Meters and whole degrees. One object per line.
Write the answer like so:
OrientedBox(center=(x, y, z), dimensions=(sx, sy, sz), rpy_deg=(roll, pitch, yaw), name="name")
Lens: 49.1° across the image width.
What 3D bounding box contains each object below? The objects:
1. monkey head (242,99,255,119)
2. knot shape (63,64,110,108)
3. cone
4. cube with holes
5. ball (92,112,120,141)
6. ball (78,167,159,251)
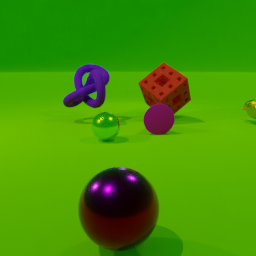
OrientedBox(center=(4.268, -0.726, 9.063), dimensions=(1.228, 0.884, 0.740), rpy_deg=(24, -5, 45), name="monkey head")
OrientedBox(center=(-1.300, -1.471, 9.434), dimensions=(1.887, 1.766, 0.872), rpy_deg=(-15, -42, 37), name="knot shape")
OrientedBox(center=(0.807, -0.325, 8.058), dimensions=(0.868, 0.868, 0.871), rpy_deg=(-1, 13, -5), name="cone")
OrientedBox(center=(1.282, -1.256, 9.649), dimensions=(1.174, 1.174, 1.174), rpy_deg=(-40, 55, -9), name="cube with holes")
OrientedBox(center=(-0.557, -0.045, 7.101), dimensions=(0.728, 0.728, 0.728), rpy_deg=(0, 13, 0), name="ball")
OrientedBox(center=(-0.092, 0.802, 2.830), dimensions=(0.813, 0.813, 0.813), rpy_deg=(0, 13, 0), name="ball")
